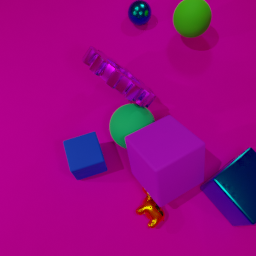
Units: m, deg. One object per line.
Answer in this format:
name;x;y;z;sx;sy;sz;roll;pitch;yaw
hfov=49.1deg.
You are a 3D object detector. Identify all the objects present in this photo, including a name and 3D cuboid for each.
ball;0.117;-0.036;7.156;1.173;1.173;1.173;0;69;0
cube;0.853;0.723;6.428;1.279;1.279;1.279;-26;42;-17
gear;-0.208;-1.307;7.212;2.070;2.070;0.383;41;104;14
ball;1.856;-3.184;8.106;1.087;1.087;1.087;0;69;0
cube;2.674;1.415;6.585;1.227;1.227;1.227;-36;73;-13
cube;-1.052;0.711;7.017;0.829;0.829;0.829;-17;66;-6
ball;0.363;-3.597;8.745;0.749;0.749;0.749;0;69;0
cow figurine;0.623;1.836;6.834;0.940;0.524;0.955;-41;82;-14
